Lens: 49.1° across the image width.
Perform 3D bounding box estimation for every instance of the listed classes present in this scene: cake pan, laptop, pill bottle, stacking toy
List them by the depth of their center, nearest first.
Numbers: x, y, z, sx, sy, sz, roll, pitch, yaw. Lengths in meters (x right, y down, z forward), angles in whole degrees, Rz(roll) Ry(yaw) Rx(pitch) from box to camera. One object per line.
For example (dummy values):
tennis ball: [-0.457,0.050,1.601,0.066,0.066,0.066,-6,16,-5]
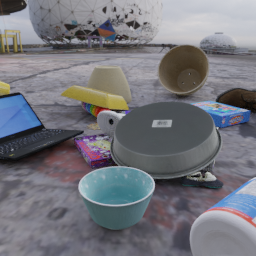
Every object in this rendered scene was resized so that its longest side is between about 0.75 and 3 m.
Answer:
pill bottle: [1.959,1.376,4.037,2.106,1.182,1.182,-14,23,-40]
cake pan: [0.900,0.125,7.108,2.848,0.522,2.848,-7,32,5]
laptop: [-3.227,-0.219,8.251,2.805,1.449,2.486,2,17,35]
stacking toy: [-1.165,-0.754,11.130,0.834,0.834,1.954,-10,26,-26]

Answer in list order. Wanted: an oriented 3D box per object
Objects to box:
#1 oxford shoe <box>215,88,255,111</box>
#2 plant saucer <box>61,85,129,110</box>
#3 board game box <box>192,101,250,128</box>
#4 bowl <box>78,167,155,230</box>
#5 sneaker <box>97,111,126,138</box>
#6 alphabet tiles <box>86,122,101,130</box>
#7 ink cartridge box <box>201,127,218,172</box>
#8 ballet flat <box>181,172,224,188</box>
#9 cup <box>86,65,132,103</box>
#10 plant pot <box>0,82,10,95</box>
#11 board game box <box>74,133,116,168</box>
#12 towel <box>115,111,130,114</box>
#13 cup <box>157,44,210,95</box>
oxford shoe: [5.073,-1.178,12.073,2.570,0.934,1.085,-5,27,-7]
plant saucer: [-1.269,-1.283,11.633,2.215,0.537,2.216,16,8,20]
board game box: [3.395,-0.592,10.967,1.563,0.462,2.055,-10,21,-28]
bowl: [-0.198,1.291,5.006,1.338,0.700,1.338,0,18,0]
sneaker: [0.257,-0.017,8.879,2.355,0.860,1.317,22,24,31]
alphabet tiles: [-1.071,-0.079,10.144,0.694,0.026,0.834,13,22,34]
ink cartridge box: [1.856,0.458,7.761,1.174,0.543,2.156,7,18,19]
ballet flat: [1.633,1.119,6.130,0.924,0.337,0.337,2,19,6]
cup: [-0.981,-2.172,13.780,2.353,1.683,2.353,1,18,0]
plant pot: [-6.546,-1.885,13.908,1.125,1.196,1.196,5,13,-36]
board game box: [-0.796,0.583,7.860,1.060,0.285,1.765,-12,22,-22]
towel: [-0.008,-0.515,11.209,1.529,0.174,1.098,-1,18,-1]
cup: [3.149,-2.869,15.132,2.658,2.658,1.901,9,-6,25]
